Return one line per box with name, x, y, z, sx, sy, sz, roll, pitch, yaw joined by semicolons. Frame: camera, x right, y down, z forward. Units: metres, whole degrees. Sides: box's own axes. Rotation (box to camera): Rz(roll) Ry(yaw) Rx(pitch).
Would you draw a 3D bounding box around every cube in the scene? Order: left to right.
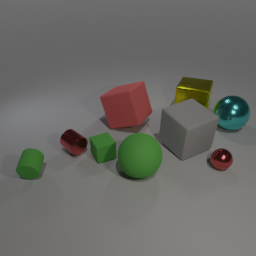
cube;-0.855;0.676;9.635;0.700;0.700;0.700;-16;37;-21
cube;-0.037;-0.936;11.320;1.400;1.400;1.400;-6;21;31
cube;2.094;0.023;9.896;1.400;1.400;1.400;-19;42;-24
cube;2.896;-1.312;12.395;1.400;1.400;1.400;11;32;18

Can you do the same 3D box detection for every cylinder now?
cylinder;-3.043;1.112;8.740;0.700;0.700;0.700;0;44;1
cylinder;-1.895;0.489;9.803;0.700;0.700;0.700;30;42;32

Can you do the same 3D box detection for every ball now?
ball;0.371;0.852;8.702;1.400;1.400;1.400;0;30;0
ball;3.056;1.011;9.125;0.700;0.700;0.700;0;30;0
ball;4.146;-0.606;11.208;1.400;1.400;1.400;0;30;0
